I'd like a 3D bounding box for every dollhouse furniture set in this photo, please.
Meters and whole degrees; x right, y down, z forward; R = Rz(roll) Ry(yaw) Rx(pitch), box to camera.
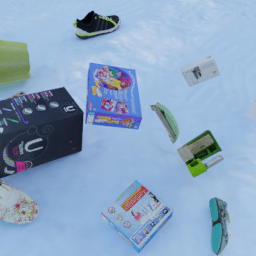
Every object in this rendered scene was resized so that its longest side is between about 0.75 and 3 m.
[{"bbox_3d":[1.715,0.038,8.061,1.154,1.506,2.299,-32,90,7],"label":"dollhouse furniture set"}]

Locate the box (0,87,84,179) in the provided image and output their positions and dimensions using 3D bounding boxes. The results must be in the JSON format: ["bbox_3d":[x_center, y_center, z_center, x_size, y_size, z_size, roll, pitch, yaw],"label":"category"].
[{"bbox_3d":[-2.990,0.094,8.649,2.906,1.776,1.541,-19,50,-29],"label":"box"}]

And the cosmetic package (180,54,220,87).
[{"bbox_3d":[2.193,-1.723,8.501,1.010,0.762,0.261,-21,53,21],"label":"cosmetic package"}]

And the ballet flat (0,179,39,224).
[{"bbox_3d":[-3.818,1.866,7.956,2.757,0.881,1.043,19,48,16],"label":"ballet flat"}]

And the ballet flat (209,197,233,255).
[{"bbox_3d":[2.543,2.629,7.539,0.589,0.589,1.588,6,52,6],"label":"ballet flat"}]

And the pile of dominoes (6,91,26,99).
[{"bbox_3d":[-4.535,-0.497,10.374,2.350,0.374,1.832,-35,58,-26],"label":"pile of dominoes"}]

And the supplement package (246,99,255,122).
[{"bbox_3d":[5.056,-0.770,10.376,0.769,0.775,1.021,34,56,26],"label":"supplement package"}]

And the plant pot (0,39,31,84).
[{"bbox_3d":[-5.130,-2.706,11.404,2.089,2.272,2.272,-8,48,-23],"label":"plant pot"}]

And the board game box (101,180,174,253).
[{"bbox_3d":[0.255,2.401,7.794,1.414,0.403,1.444,36,57,28],"label":"board game box"}]

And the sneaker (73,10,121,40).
[{"bbox_3d":[-1.509,-5.429,14.295,2.762,1.144,0.990,-31,55,-25],"label":"sneaker"}]

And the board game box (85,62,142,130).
[{"bbox_3d":[-0.412,-0.904,7.502,1.364,0.454,2.029,7,46,-12],"label":"board game box"}]
